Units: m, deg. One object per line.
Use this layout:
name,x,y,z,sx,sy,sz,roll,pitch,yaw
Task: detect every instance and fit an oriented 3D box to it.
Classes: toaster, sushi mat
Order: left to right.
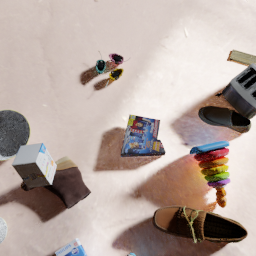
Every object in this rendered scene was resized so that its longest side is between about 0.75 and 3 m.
sushi mat,4.894,-2.928,11.745,1.173,0.071,0.561,19,70,7
toaster,4.638,-1.367,10.665,1.779,1.056,1.609,-36,73,-11

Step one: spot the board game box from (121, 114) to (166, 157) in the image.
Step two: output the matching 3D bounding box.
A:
board game box,0.663,0.424,10.322,1.590,0.491,1.591,12,71,4

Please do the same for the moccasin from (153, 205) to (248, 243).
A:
moccasin,2.276,3.147,9.004,2.966,1.145,1.085,15,71,5

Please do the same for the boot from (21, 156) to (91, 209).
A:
boot,-2.473,2.053,9.600,2.005,0.725,1.668,-30,70,-14

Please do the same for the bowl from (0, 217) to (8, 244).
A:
bowl,-4.587,3.431,9.263,1.027,0.482,1.027,0,71,-1

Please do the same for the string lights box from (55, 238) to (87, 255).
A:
string lights box,-1.589,4.419,8.912,0.793,0.455,1.543,-32,75,-10

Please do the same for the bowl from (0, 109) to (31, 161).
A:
bowl,-4.333,0.359,10.136,1.898,0.891,1.898,0,71,1

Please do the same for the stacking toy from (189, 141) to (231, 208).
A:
stacking toy,3.056,1.629,9.665,1.232,1.302,2.244,-12,82,-5

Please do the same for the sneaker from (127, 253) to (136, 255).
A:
sneaker,-0.229,5.030,8.430,0.976,0.925,2.417,15,71,-4

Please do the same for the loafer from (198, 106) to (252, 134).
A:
loafer,3.684,-0.415,10.510,2.049,0.700,0.775,16,71,6

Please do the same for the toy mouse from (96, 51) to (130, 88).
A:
toy mouse,-0.753,-2.592,11.484,1.696,0.328,1.507,-40,76,-13

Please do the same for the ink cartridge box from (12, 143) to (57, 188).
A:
ink cartridge box,-2.795,1.143,8.493,0.787,1.088,0.801,-9,41,10
